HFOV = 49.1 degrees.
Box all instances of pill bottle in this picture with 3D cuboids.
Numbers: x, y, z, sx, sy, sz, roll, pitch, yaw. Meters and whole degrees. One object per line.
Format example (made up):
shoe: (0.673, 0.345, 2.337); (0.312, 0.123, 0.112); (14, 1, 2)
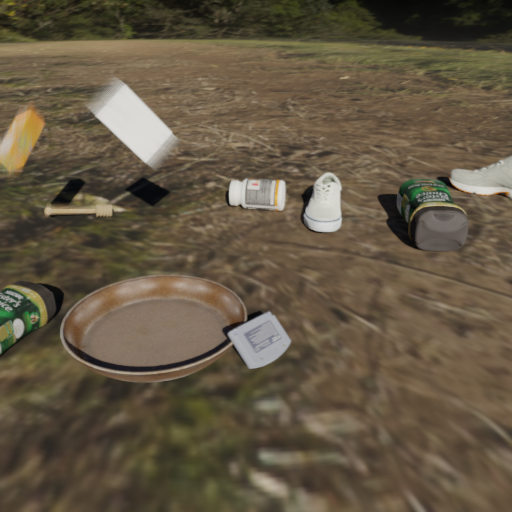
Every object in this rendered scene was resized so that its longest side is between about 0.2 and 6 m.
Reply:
pill bottle: (0.026, -1.200, 10.929); (1.036, 0.603, 0.603); (5, 26, 8)

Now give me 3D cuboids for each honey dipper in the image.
honey dipper: (-3.306, -0.851, 10.434); (1.192, 0.226, 0.226); (0, 25, -19)

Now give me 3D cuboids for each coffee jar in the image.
coffee jar: (3.049, -0.729, 9.765); (0.936, 0.766, 1.796); (2, 27, 3)
coffee jar: (-3.123, 0.800, 6.868); (0.690, 0.564, 1.322); (10, 27, 20)

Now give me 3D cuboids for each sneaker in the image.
sneaker: (1.253, -1.039, 10.499); (0.699, 0.678, 1.915); (2, 26, 4)
sneaker: (5.040, -1.721, 11.671); (1.919, 0.882, 0.726); (15, 29, 28)

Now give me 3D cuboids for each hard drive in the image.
hard drive: (-1.620, -1.749, 7.471); (0.567, 0.860, 0.115); (-51, 28, -9)

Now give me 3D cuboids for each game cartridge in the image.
game cartridge: (0.062, 0.997, 6.566); (0.535, 0.164, 0.803); (53, 36, 13)

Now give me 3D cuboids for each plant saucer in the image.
plant saucer: (-1.235, 0.886, 6.942); (2.235, 0.358, 2.235); (1, 27, 0)

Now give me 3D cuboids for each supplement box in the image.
supplement box: (-3.367, -1.650, 7.997); (0.324, 0.313, 0.942); (-13, 48, 25)
